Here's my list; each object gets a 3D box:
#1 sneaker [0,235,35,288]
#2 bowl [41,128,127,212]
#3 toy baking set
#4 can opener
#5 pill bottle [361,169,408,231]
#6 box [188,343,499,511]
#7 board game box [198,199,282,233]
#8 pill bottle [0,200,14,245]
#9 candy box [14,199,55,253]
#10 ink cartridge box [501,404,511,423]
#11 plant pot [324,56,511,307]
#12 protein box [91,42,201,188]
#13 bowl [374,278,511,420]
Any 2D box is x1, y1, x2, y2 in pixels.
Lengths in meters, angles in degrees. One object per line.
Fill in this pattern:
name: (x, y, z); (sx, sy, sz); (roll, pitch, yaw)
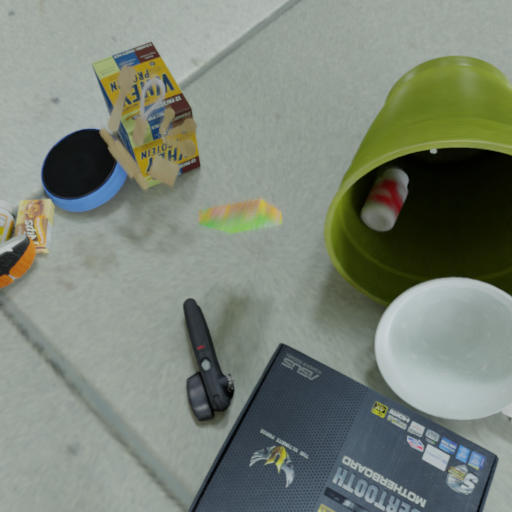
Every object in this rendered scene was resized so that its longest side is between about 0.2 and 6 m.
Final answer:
sneaker: (-4.785, 0.211, 9.523); (2.060, 0.780, 0.947); (-39, 63, -12)
bowl: (-3.246, -1.653, 10.503); (1.709, 0.335, 1.709); (-5, 65, 12)
toy baking set: (-1.780, -2.028, 9.050); (1.424, 0.216, 1.856); (-40, 98, 10)
can opener: (-0.842, 1.577, 8.956); (0.785, 0.633, 1.996); (-13, 65, -6)
pill bottle: (2.222, -0.979, 9.548); (0.581, 0.581, 1.035); (24, 61, 11)
box: (1.231, 3.282, 7.958); (3.527, 0.900, 2.781); (27, 68, 12)
board game box: (-0.184, -0.534, 7.784); (0.841, 1.761, 0.264); (-10, 89, 11)
pill bottle: (-4.662, -0.504, 10.031); (0.533, 0.533, 0.945); (3, 64, 2)
candy box: (-4.034, -0.537, 10.187); (0.574, 0.275, 0.995); (-3, 65, -1)
ink cartridge box: (4.593, 2.329, 8.538); (1.652, 0.558, 0.962); (24, 78, 11)
plant pot: (3.091, -1.405, 9.048); (3.532, 3.532, 3.401); (12, 50, 6)
protein box: (-1.987, -2.554, 10.358); (1.186, 1.745, 1.758); (-25, 66, -12)
bowl: (3.031, 1.266, 8.615); (2.288, 2.288, 1.028); (24, 23, 11)
